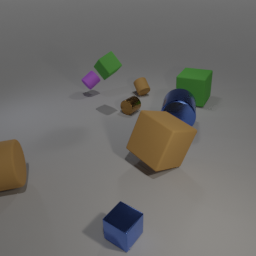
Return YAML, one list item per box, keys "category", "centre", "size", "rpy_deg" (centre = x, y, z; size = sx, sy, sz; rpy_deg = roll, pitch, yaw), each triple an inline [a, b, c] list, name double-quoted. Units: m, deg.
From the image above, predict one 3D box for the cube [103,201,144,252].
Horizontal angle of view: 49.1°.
- category: "cube"
  centre: [-0.107, 2.331, 6.669]
  size: [0.700, 0.700, 0.700]
  rpy_deg: [21, 38, 30]

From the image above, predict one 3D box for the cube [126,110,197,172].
- category: "cube"
  centre: [1.064, 0.363, 8.962]
  size: [1.400, 1.400, 1.400]
  rpy_deg: [-1, 29, -48]

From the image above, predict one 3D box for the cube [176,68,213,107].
- category: "cube"
  centre: [3.246, -2.032, 13.774]
  size: [1.400, 1.400, 1.400]
  rpy_deg: [12, 34, 25]

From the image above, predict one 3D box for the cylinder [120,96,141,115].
- category: "cylinder"
  centre: [0.129, -1.039, 12.848]
  size: [0.700, 0.700, 0.700]
  rpy_deg: [20, 35, 32]

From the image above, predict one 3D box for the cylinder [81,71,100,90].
- category: "cylinder"
  centre: [-1.883, -2.431, 14.230]
  size: [0.700, 0.700, 0.700]
  rpy_deg: [-45, 42, -9]

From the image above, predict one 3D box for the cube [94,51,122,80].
- category: "cube"
  centre: [-0.791, -2.435, 10.970]
  size: [0.700, 0.700, 0.700]
  rpy_deg: [-41, 6, -24]

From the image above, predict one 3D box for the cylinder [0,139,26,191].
- category: "cylinder"
  centre: [-3.805, 1.122, 8.026]
  size: [1.400, 1.400, 1.400]
  rpy_deg: [-10, 30, -8]

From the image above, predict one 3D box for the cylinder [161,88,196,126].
- category: "cylinder"
  centre: [2.091, -0.746, 11.573]
  size: [1.400, 1.400, 1.400]
  rpy_deg: [6, 29, 10]

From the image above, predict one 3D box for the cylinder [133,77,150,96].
- category: "cylinder"
  centre: [0.727, -2.172, 14.643]
  size: [0.700, 0.700, 0.700]
  rpy_deg: [-13, 68, -22]
